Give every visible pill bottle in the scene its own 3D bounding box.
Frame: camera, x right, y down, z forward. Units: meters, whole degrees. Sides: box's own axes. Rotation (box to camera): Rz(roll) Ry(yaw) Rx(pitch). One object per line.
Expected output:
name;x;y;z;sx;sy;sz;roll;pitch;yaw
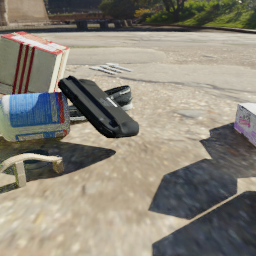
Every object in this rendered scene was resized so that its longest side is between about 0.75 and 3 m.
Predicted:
pill bottle;-2.785;-0.308;7.685;2.261;1.269;1.269;-6;24;-16

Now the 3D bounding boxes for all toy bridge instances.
toy bridge;-2.226;0.885;5.705;1.875;0.630;0.255;-17;29;-36

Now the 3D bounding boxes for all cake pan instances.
cake pan;-2.243;0.739;6.651;0.835;0.153;0.835;0;23;0

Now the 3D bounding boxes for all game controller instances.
game controller;-0.802;-0.596;7.525;1.354;0.546;2.595;6;32;-51

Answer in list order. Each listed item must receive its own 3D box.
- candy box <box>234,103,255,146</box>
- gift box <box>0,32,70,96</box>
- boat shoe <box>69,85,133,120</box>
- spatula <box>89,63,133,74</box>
candy box;4.438;-0.031;7.581;2.338;0.836;1.961;-1;23;-5
gift box;-3.449;-2.024;10.525;2.512;2.346;2.318;21;22;-2
boat shoe;-1.064;-0.914;9.627;2.808;0.847;1.062;-18;26;-38
spatula;-0.971;-3.596;16.814;1.735;0.200;2.495;-16;28;-35
